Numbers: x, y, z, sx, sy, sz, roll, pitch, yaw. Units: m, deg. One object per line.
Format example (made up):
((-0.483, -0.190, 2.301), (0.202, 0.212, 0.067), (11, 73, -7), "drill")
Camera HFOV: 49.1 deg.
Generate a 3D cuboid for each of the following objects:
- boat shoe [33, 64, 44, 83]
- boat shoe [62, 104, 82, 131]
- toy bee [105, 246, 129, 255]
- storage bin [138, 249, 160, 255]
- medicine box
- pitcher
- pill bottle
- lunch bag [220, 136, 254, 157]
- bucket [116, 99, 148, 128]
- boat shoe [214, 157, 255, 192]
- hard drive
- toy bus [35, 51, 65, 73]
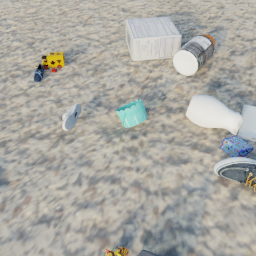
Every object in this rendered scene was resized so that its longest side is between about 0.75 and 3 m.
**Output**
((-4.482, -2.733, 13.889), (0.526, 0.429, 1.249), (-6, 46, -6), "boat shoe")
((-2.352, -0.423, 11.199), (0.511, 0.519, 1.465), (-10, 41, 27), "boat shoe")
((-0.390, 3.466, 7.636), (0.572, 0.475, 0.874), (-17, 8, 36), "toy bee")
((0.515, 3.901, 6.983), (1.049, 1.137, 1.562), (6, 38, 46), "storage bin")
((1.329, -4.949, 15.436), (2.607, 1.342, 2.375), (-6, 45, -7), "medicine box")
((3.502, -0.632, 11.411), (2.056, 1.246, 1.764), (22, 25, 10), "pitcher")
((3.514, -3.859, 14.339), (1.384, 1.384, 2.605), (27, 51, 25), "pill bottle")
((4.160, 0.664, 10.542), (1.072, 0.504, 0.807), (-19, 45, -30), "lunch bag")
((0.176, -0.579, 11.201), (1.199, 0.780, 1.199), (-22, 13, 5), "bucket")
((4.148, 1.669, 9.178), (2.474, 0.875, 1.123), (4, 41, 1), "boat shoe")
((5.259, -0.168, 11.464), (1.243, 0.248, 1.885), (16, 48, 17), "hard drive")
((-3.962, -3.565, 14.494), (1.363, 0.746, 1.445), (28, 51, 25), "toy bus")
